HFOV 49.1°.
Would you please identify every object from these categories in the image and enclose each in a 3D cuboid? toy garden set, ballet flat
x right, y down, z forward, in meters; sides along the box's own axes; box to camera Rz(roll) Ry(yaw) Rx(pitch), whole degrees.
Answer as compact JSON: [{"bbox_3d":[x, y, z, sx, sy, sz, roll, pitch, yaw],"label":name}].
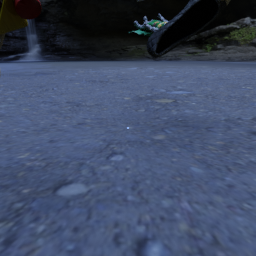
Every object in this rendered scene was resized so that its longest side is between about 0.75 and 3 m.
[{"bbox_3d":[-2.203,-1.645,4.140,0.525,2.631,2.193,5,47,-45],"label":"toy garden set"},{"bbox_3d":[1.843,-3.039,8.110,2.982,0.991,0.847,-38,32,12],"label":"ballet flat"}]

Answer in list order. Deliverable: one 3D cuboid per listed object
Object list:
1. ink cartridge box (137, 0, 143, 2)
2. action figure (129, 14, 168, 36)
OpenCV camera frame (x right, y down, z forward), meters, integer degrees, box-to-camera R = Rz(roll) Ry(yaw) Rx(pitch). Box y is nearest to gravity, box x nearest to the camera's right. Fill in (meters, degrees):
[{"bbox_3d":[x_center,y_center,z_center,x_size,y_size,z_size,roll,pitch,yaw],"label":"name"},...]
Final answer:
[{"bbox_3d":[0.577,-4.128,8.085,0.813,0.591,0.588,4,51,39],"label":"ink cartridge box"},{"bbox_3d":[1.110,-4.271,11.718,1.447,0.670,2.450,-32,33,-12],"label":"action figure"}]
